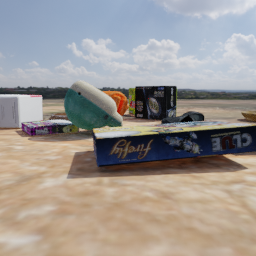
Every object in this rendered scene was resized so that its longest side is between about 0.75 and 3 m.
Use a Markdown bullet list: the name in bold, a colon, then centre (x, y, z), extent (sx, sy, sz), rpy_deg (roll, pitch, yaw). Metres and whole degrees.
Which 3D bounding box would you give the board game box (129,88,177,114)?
- **board game box**: centre (1.251, -1.415, 14.929), extent (0.685, 1.462, 2.879), rpy_deg (-7, 10, -42)

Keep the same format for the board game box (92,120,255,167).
- **board game box**: centre (0.705, 0.209, 5.287), extent (2.684, 0.464, 1.818), rpy_deg (-4, 5, -8)

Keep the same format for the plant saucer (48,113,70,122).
- **plant saucer**: centre (-2.142, -0.400, 11.366), extent (2.259, 0.389, 2.259), rpy_deg (-1, 7, 0)

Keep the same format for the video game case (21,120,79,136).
- **video game case**: centre (-2.468, -0.033, 8.770), extent (1.445, 0.285, 1.594), rpy_deg (-4, 8, -30)

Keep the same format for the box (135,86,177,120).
- **box**: centre (1.237, -1.167, 12.808), extent (1.854, 1.518, 0.798), rpy_deg (8, 11, 43)

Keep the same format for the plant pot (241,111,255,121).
- **plant pot**: centre (6.333, -0.497, 12.157), extent (2.680, 0.368, 2.680), rpy_deg (0, 8, 0)

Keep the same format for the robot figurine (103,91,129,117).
- **robot figurine**: centre (-0.866, -1.132, 13.575), extent (1.606, 1.302, 2.233), rpy_deg (-26, 20, -27)

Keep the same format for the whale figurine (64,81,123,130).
- **whale figurine**: centre (-1.009, -0.419, 8.517), extent (1.888, 1.231, 2.373), rpy_deg (32, -6, 25)

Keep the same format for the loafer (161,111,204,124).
- **loafer**: centre (1.782, -0.134, 8.494), extent (1.833, 0.622, 0.644), rpy_deg (-12, 18, -39)

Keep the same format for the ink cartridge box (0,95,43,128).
- **ink cartridge box**: centre (-4.815, -0.663, 10.369), extent (2.658, 1.121, 1.924), rpy_deg (1, 7, 7)
